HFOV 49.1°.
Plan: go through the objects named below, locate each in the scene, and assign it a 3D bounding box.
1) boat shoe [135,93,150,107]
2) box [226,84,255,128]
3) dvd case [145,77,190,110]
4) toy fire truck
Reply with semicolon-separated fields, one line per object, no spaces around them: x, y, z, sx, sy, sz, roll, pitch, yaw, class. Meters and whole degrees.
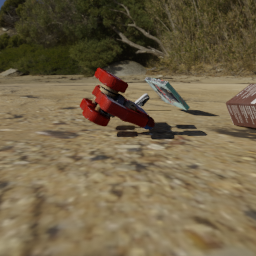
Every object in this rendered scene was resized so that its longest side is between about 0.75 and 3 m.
0.570;-1.059;11.971;0.329;0.917;0.311;28;25;-51;boat shoe
3.958;-0.587;7.498;1.190;0.891;2.377;-35;20;-18;box
1.517;-1.396;11.130;1.432;0.216;1.961;44;-1;-25;dvd case
-0.184;-0.626;7.674;1.884;1.258;2.244;24;10;-19;toy fire truck
